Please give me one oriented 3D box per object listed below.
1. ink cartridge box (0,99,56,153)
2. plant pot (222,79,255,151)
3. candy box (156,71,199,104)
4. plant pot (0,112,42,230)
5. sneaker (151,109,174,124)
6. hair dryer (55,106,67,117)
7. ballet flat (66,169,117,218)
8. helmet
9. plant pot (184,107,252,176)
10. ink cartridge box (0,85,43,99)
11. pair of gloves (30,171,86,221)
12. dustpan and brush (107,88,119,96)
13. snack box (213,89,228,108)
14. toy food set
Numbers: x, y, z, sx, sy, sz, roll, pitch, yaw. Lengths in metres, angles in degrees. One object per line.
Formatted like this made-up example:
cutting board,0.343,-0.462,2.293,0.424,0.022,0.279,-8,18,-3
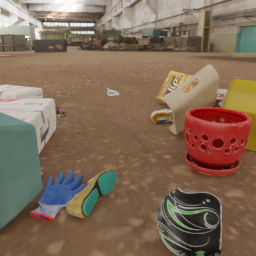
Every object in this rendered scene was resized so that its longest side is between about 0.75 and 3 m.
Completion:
ink cartridge box,-3.407,-0.019,8.228,2.007,1.168,2.755,0,18,-1
plant pot,3.701,-0.281,8.397,1.783,1.782,1.572,14,36,36
candy box,2.355,-1.581,12.187,0.682,1.424,2.467,30,4,-31
plant pot,-3.058,0.787,4.459,2.115,2.114,2.993,17,25,39
sneaker,1.642,-0.516,10.541,1.566,0.589,0.690,1,19,0
hair dryer,-3.133,-0.659,11.371,0.882,0.315,1.158,-18,25,-39
ballet flat,-0.726,1.248,5.659,0.468,0.510,1.486,-5,15,25
helmet,0.920,1.452,4.310,0.970,1.017,1.017,2,19,14
plant pot,2.151,0.311,6.914,1.537,1.400,1.537,-1,20,0
ink cartridge box,-5.027,-1.258,12.154,2.161,0.911,1.564,8,21,21
pair of gloves,-1.959,1.305,5.863,2.018,0.230,1.622,5,20,13
dustpan and brush,-0.940,-1.980,15.237,0.634,0.260,0.908,-10,22,-27
snack box,4.577,-1.100,11.630,2.689,0.967,0.327,2,19,7
toy food set,1.840,-0.791,8.448,1.603,2.234,0.675,-37,65,-3
